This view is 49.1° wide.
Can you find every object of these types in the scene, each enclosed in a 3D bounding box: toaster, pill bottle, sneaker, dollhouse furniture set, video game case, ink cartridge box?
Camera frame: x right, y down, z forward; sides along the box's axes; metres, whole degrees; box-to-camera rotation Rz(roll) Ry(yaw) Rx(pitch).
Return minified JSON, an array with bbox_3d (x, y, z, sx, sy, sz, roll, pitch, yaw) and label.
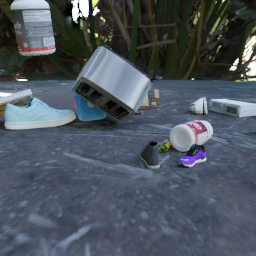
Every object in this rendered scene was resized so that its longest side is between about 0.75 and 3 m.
[{"bbox_3d":[-0.614,-1.680,11.037,2.545,1.670,2.815,32,-20,-16],"label":"toaster"},{"bbox_3d":[1.914,0.190,8.289,0.774,0.774,1.413,10,16,39],"label":"pill bottle"},{"bbox_3d":[1.590,0.636,6.926,0.983,0.489,0.342,-11,17,-43],"label":"sneaker"},{"bbox_3d":[0.657,-1.466,15.947,2.158,1.118,0.955,-2,-29,-3],"label":"dollhouse furniture set"},{"bbox_3d":[3.705,-1.173,14.720,0.816,0.774,2.027,-6,9,15],"label":"sneaker"},{"bbox_3d":[-3.099,-3.468,9.093,1.197,2.066,1.197,-3,22,1],"label":"pill bottle"},{"bbox_3d":[-4.950,-0.844,11.314,2.140,0.245,1.948,-22,-4,-22],"label":"video game case"},{"bbox_3d":[6.101,-1.117,14.548,2.832,0.808,2.302,-9,14,-19],"label":"ink cartridge box"},{"bbox_3d":[0.572,0.560,7.031,0.417,0.592,1.115,-2,13,-10],"label":"sneaker"},{"bbox_3d":[-3.433,-0.657,11.222,2.856,1.170,1.056,-9,17,-36],"label":"sneaker"}]

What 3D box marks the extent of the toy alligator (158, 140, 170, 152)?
[{"bbox_3d":[1.087,0.530,8.049,0.296,0.214,0.892,-30,1,22],"label":"toy alligator"}]

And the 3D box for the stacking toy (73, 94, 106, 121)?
[{"bbox_3d":[-2.075,-1.067,13.351,1.399,1.480,2.549,-7,3,-22],"label":"stacking toy"}]

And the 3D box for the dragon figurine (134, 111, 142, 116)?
[{"bbox_3d":[-0.295,-0.902,13.079,1.194,0.707,2.402,-11,32,-24],"label":"dragon figurine"}]
